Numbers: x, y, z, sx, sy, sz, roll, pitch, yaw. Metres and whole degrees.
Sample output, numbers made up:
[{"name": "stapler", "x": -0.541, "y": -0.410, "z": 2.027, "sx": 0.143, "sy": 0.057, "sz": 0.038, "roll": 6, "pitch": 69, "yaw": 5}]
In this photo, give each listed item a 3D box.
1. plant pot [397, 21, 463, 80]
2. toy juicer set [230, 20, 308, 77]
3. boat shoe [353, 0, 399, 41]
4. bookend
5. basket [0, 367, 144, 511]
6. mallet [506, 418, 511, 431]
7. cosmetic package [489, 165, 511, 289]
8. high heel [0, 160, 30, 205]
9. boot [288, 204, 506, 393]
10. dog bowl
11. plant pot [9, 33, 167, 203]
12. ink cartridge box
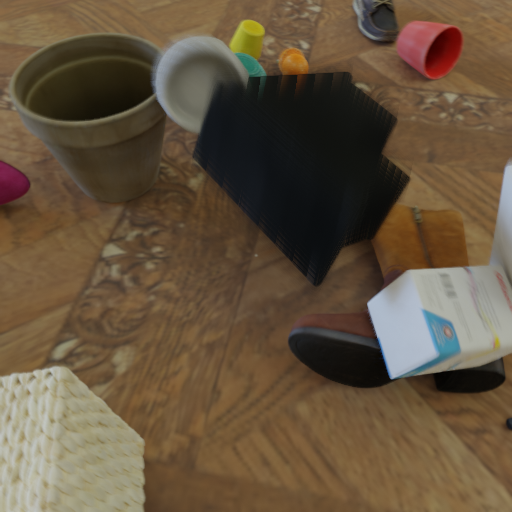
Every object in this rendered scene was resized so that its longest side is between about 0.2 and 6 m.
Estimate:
[{"name": "plant pot", "x": 3.780, "y": -4.637, "z": 12.419, "sx": 1.177, "sy": 1.177, "sz": 1.041, "roll": -25, "pitch": 45, "yaw": -20}, {"name": "toy juicer set", "x": -0.047, "y": -3.447, "z": 11.622, "sx": 2.153, "sy": 0.921, "sz": 3.385, "roll": 28, "pitch": 50, "yaw": -1}, {"name": "boat shoe", "x": 2.918, "y": -6.079, "z": 13.718, "sx": 0.857, "sy": 0.844, "sz": 2.302, "roll": -9, "pitch": 51, "yaw": -7}, {"name": "bookend", "x": 1.011, "y": -1.221, "z": 7.439, "sx": 2.611, "sy": 1.203, "sz": 2.595, "roll": -19, "pitch": 56, "yaw": -40}, {"name": "basket", "x": -2.255, "y": 2.472, "z": 5.489, "sx": 1.705, "sy": 2.120, "sz": 2.101, "roll": -16, "pitch": 48, "yaw": 6}, {"name": "mallet", "x": 4.221, "y": 1.967, "z": 7.352, "sx": 1.964, "sy": 0.647, "sz": 0.404, "roll": -20, "pitch": 55, "yaw": 3}, {"name": "cosmetic package", "x": 3.254, "y": 0.119, "z": 6.452, "sx": 0.647, "sy": 2.557, "sz": 1.055, "roll": -15, "pitch": 53, "yaw": 6}, {"name": "high heel", "x": -5.241, "y": -0.906, "z": 9.288, "sx": 2.896, "sy": 0.976, "sz": 1.392, "roll": -3, "pitch": 38, "yaw": 17}, {"name": "boot", "x": 1.894, "y": 0.244, "z": 8.102, "sx": 3.003, "sy": 1.092, "sz": 3.190, "roll": 4, "pitch": 51, "yaw": -4}, {"name": "dog bowl", "x": -0.770, "y": -2.429, "z": 8.087, "sx": 1.389, "sy": 1.389, "sz": 0.407, "roll": -5, "pitch": 23, "yaw": -4}, {"name": "plant pot", "x": -2.558, "y": -2.150, "z": 9.541, "sx": 2.509, "sy": 2.177, "sz": 2.509, "roll": 0, "pitch": 50, "yaw": 0}, {"name": "ink cartridge box", "x": 2.238, "y": 0.770, "z": 6.567, "sx": 1.356, "sy": 0.990, "sz": 0.995, "roll": -2, "pitch": 64, "yaw": -22}]
